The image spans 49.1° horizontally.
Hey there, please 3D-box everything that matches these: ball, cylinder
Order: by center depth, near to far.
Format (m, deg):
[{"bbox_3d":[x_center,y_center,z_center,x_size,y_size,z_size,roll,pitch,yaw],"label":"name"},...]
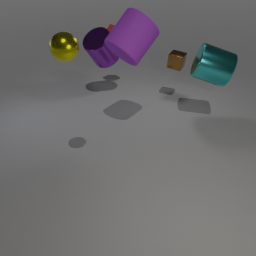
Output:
[{"bbox_3d":[-1.533,-1.950,6.744,0.700,0.700,0.700,0,30,0],"label":"ball"},{"bbox_3d":[0.134,-3.128,9.700,1.400,1.400,1.400,36,0,0],"label":"cylinder"},{"bbox_3d":[3.438,-2.535,11.318,1.400,1.400,1.400,19,31,-2],"label":"cylinder"},{"bbox_3d":[-1.260,-3.865,13.542,1.400,1.400,1.400,-9,63,19],"label":"cylinder"}]

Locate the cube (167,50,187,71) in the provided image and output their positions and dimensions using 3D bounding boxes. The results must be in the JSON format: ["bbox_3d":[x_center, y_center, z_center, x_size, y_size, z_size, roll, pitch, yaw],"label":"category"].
[{"bbox_3d":[2.322,-3.230,13.357,0.700,0.700,0.700,20,39,18],"label":"cube"}]

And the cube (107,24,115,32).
[{"bbox_3d":[-0.718,-4.785,14.347,0.700,0.700,0.700,31,8,-41],"label":"cube"}]
